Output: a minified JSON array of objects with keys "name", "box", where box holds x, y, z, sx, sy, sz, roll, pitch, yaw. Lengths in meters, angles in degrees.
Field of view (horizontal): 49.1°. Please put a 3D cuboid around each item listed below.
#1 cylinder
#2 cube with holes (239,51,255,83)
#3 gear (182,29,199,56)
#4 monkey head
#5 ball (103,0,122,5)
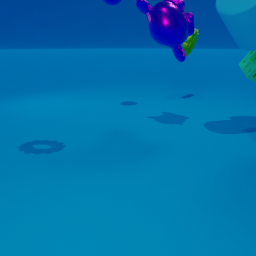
[{"name":"cylinder","box":[2.780,-2.586,6.221,1.234,1.234,1.234,36,-9,-39]},{"name":"cube with holes","box":[3.898,-1.749,7.826,0.949,0.949,0.949,26,33,-13]},{"name":"gear","box":[2.528,-3.492,11.426,0.205,1.111,1.111,29,28,21]},{"name":"monkey head","box":[0.992,-2.656,7.427,1.161,1.927,1.386,-44,10,-22]},{"name":"ball","box":[-0.490,-4.237,8.718,0.772,0.772,0.772,0,18,0]}]
